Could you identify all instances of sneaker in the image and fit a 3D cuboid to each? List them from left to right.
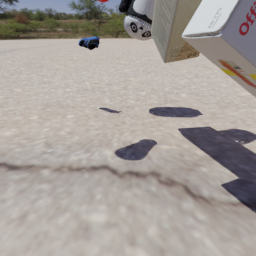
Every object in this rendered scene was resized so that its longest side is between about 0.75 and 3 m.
[{"bbox_3d":[-1.194,-2.495,8.390,0.835,0.325,0.293,1,-12,39],"label":"sneaker"}]

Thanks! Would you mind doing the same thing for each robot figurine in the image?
[{"bbox_3d":[0.561,-3.416,8.094,1.301,1.731,1.080,32,13,30],"label":"robot figurine"}]

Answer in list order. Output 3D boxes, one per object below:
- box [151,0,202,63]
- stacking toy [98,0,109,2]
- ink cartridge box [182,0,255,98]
[{"bbox_3d":[1.152,-2.555,5.708,0.909,2.339,1.111,-13,64,-9],"label":"box"},{"bbox_3d":[-0.836,-3.215,5.566,0.661,1.549,0.661,-28,34,22],"label":"stacking toy"},{"bbox_3d":[2.362,-1.529,4.414,2.468,1.792,1.030,29,3,-26],"label":"ink cartridge box"}]
